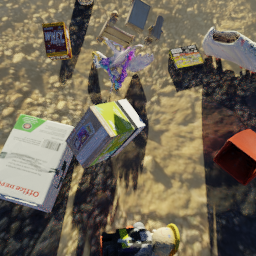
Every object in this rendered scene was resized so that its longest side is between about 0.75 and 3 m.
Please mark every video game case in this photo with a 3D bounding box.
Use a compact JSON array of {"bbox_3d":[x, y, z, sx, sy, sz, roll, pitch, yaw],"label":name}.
[{"bbox_3d":[2.200,-2.655,10.517,1.090,0.139,0.985,-13,63,-8],"label":"video game case"}]

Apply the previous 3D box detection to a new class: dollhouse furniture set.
[{"bbox_3d":[0.043,-2.689,7.633,1.348,1.580,0.772,22,74,-19],"label":"dollhouse furniture set"}]

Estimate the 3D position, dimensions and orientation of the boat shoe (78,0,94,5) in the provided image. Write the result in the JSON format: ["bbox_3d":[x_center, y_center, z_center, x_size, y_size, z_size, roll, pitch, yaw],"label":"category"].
[{"bbox_3d":[-1.832,-6.260,12.021,0.824,0.774,2.236,-3,63,-2],"label":"boat shoe"}]

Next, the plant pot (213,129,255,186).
[{"bbox_3d":[3.469,0.749,8.246,1.188,1.187,1.047,42,59,19],"label":"plant pot"}]

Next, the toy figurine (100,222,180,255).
[{"bbox_3d":[0.334,3.395,6.058,1.789,2.532,2.572,-1,63,-7],"label":"toy figurine"}]

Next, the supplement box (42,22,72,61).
[{"bbox_3d":[-1.797,-2.198,7.173,0.532,0.801,0.790,-7,96,-3],"label":"supplement box"}]

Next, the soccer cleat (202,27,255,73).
[{"bbox_3d":[4.133,-2.782,10.023,2.914,1.130,1.010,18,64,9],"label":"soccer cleat"}]

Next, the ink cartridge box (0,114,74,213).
[{"bbox_3d":[-2.697,1.008,8.123,1.774,1.005,2.420,14,64,7],"label":"ink cartridge box"}]

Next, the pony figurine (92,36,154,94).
[{"bbox_3d":[-0.281,-2.415,9.789,1.946,1.679,2.016,-37,68,17],"label":"pony figurine"}]

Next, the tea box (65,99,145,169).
[{"bbox_3d":[-0.541,0.119,6.588,1.286,1.307,0.873,-18,67,-48],"label":"tea box"}]
